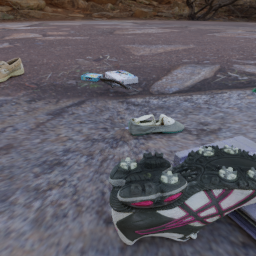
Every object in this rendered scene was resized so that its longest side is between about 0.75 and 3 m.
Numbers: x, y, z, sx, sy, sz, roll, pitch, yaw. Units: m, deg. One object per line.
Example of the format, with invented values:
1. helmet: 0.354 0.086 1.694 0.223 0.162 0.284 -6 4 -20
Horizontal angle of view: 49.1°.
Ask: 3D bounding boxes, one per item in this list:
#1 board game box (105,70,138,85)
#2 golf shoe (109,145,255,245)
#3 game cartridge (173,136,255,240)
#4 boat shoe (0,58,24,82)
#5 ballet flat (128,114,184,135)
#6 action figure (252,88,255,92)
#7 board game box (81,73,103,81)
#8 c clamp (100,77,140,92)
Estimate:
1. board game box: -0.302 -2.183 12.068 0.909 0.249 1.441 -12 27 -23
2. golf shoe: 1.075 0.980 4.224 2.756 1.214 1.064 -3 25 -10
3. game cartridge: 2.398 1.068 4.853 1.921 0.569 2.963 -7 26 -24
4. boat shoe: -5.529 -2.513 12.146 0.860 0.779 2.413 8 26 17
5. ballet flat: 0.772 -0.116 7.361 1.551 0.494 0.523 -5 26 -11
6. action figure: 5.114 -1.553 10.785 0.501 0.232 0.848 12 24 31
7. board game box: -1.580 -2.227 12.252 0.761 0.179 0.575 11 27 22
8. c clamp: -0.400 -1.593 10.432 1.334 0.181 1.139 19 -2 42
